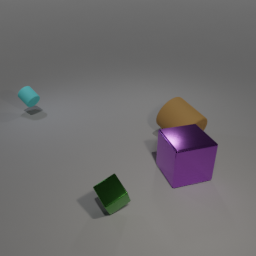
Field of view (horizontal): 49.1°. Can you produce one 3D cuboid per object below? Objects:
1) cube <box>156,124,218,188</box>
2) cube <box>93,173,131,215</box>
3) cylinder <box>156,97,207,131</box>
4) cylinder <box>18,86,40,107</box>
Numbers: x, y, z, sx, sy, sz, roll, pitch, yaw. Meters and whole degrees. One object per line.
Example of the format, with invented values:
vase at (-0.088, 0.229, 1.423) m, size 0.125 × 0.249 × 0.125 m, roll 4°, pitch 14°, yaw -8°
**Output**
cube at (1.840, 0.861, 9.070) m, size 1.400 × 1.400 × 1.400 m, roll -9°, pitch 30°, yaw -15°
cube at (-0.430, 1.813, 7.665) m, size 0.700 × 0.700 × 0.700 m, roll -31°, pitch 58°, yaw -11°
cylinder at (2.037, -0.239, 10.698) m, size 1.400 × 1.400 × 1.400 m, roll -22°, pitch 53°, yaw -33°
cylinder at (-4.518, -1.427, 12.771) m, size 0.700 × 0.700 × 0.700 m, roll 44°, pitch 43°, yaw 9°
